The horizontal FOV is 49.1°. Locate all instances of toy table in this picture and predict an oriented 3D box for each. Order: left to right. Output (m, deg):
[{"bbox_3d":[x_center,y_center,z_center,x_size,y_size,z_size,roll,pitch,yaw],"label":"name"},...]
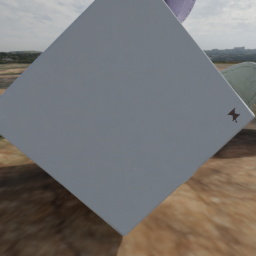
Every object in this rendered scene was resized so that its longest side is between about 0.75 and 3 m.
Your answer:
[{"bbox_3d":[0.441,-3.166,5.416,1.333,2.276,2.092,6,-30,-28],"label":"toy table"}]

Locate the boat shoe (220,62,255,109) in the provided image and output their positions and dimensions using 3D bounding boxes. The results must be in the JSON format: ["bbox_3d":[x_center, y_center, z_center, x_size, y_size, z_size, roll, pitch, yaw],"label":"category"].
[{"bbox_3d":[1.926,-0.497,6.089,0.799,1.001,2.648,-25,-12,-41],"label":"boat shoe"}]

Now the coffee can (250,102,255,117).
[{"bbox_3d":[3.784,-0.874,7.498,1.305,1.305,1.783,2,5,6],"label":"coffee can"}]

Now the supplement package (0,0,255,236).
[{"bbox_3d":[-0.224,-0.513,4.501,2.268,2.251,2.988,-44,18,4],"label":"supplement package"}]
